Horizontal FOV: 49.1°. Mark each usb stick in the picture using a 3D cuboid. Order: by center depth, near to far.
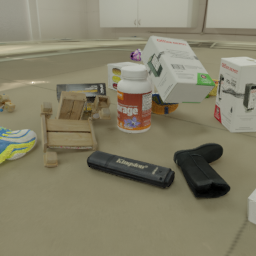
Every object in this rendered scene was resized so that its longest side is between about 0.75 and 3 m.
[{"bbox_3d":[0.014,1.083,7.581,2.470,0.403,0.685,11,25,25],"label":"usb stick"}]

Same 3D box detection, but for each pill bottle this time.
[{"bbox_3d":[0.233,-1.059,10.305,1.282,2.285,1.282,0,22,0],"label":"pill bottle"}]

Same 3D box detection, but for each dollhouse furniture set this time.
[{"bbox_3d":[-1.695,0.313,9.558,2.526,1.446,2.962,2,49,-23],"label":"dollhouse furniture set"}]

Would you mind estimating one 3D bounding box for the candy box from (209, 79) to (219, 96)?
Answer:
[{"bbox_3d":[4.453,-2.294,15.491,2.295,0.648,1.339,16,26,30],"label":"candy box"}]

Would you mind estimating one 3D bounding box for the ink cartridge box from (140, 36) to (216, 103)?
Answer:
[{"bbox_3d":[1.538,-1.872,8.984,1.560,0.898,2.137,-2,54,-29],"label":"ink cartridge box"}]

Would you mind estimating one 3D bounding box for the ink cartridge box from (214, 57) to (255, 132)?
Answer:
[{"bbox_3d":[4.187,-1.315,10.645,1.035,2.496,1.832,-2,22,-5],"label":"ink cartridge box"}]

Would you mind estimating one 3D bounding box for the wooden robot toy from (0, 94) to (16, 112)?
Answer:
[{"bbox_3d":[-5.767,-1.289,12.924,2.010,0.886,0.912,13,15,29],"label":"wooden robot toy"}]

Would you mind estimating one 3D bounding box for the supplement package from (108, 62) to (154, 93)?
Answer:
[{"bbox_3d":[0.122,-2.747,15.484,1.422,1.476,2.596,-14,24,-32],"label":"supplement package"}]

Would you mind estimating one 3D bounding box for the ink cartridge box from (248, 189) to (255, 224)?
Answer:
[{"bbox_3d":[3.476,1.446,5.751,1.739,0.730,1.259,-34,37,-29],"label":"ink cartridge box"}]

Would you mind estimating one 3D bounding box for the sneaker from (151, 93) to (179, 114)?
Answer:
[{"bbox_3d":[0.921,-1.214,12.437,2.581,0.972,1.138,1,23,1],"label":"sneaker"}]

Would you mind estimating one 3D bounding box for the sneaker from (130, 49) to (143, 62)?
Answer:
[{"bbox_3d":[0.332,-3.186,12.314,0.555,0.505,1.255,-7,21,-8],"label":"sneaker"}]

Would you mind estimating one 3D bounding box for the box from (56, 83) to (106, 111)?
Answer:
[{"bbox_3d":[-1.889,-1.200,11.473,1.847,0.564,2.332,-4,-9,-10],"label":"box"}]

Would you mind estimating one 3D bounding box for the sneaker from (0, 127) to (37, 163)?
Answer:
[{"bbox_3d":[-3.864,0.262,8.140,1.075,1.491,2.839,12,25,27],"label":"sneaker"}]

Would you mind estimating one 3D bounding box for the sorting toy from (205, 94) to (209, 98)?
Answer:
[{"bbox_3d":[3.528,-1.997,14.790,1.515,0.622,0.910,14,26,29],"label":"sorting toy"}]

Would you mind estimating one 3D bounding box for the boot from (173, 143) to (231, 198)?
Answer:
[{"bbox_3d":[2.147,1.063,7.322,1.498,0.597,1.817,-14,19,-4],"label":"boot"}]
